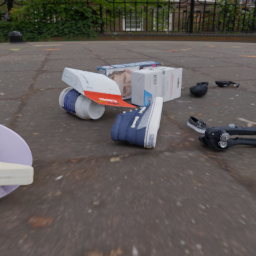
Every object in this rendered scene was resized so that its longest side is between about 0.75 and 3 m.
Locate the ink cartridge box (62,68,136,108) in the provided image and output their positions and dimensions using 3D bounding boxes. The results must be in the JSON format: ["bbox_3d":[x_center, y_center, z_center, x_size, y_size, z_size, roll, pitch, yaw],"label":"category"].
[{"bbox_3d":[-0.934,-1.374,9.556,1.765,0.521,2.205,1,25,-47],"label":"ink cartridge box"}]

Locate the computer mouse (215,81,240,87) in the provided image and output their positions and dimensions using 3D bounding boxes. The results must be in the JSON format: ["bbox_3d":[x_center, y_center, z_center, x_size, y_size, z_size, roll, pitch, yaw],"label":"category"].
[{"bbox_3d":[5.116,-2.214,14.417,1.222,0.281,0.858,-4,23,-27],"label":"computer mouse"}]

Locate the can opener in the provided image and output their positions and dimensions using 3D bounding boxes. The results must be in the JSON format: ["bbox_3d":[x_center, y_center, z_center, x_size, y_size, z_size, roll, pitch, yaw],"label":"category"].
[{"bbox_3d":[3.032,0.209,7.558,2.139,0.678,0.841,-2,21,-5],"label":"can opener"}]

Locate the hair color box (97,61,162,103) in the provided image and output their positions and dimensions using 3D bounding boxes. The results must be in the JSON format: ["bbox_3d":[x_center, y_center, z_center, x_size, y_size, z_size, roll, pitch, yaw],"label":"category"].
[{"bbox_3d":[0.118,-2.094,12.412,2.882,1.441,0.872,-14,25,-30],"label":"hair color box"}]

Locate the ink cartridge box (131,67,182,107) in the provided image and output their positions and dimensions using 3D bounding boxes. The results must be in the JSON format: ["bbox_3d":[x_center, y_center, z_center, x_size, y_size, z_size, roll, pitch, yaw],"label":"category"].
[{"bbox_3d":[1.234,-1.802,11.774,2.360,1.369,0.801,-17,27,-40],"label":"ink cartridge box"}]

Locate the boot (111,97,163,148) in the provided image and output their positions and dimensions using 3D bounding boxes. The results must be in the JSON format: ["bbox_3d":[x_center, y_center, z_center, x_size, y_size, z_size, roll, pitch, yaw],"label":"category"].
[{"bbox_3d":[0.348,-0.336,8.476,1.236,0.995,2.736,9,23,8],"label":"boot"}]

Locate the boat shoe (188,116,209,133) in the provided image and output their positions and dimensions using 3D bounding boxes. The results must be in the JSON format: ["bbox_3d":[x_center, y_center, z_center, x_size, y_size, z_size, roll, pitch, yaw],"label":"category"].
[{"bbox_3d":[2.271,-0.128,8.869,0.370,0.350,1.057,-8,23,-20],"label":"boat shoe"}]

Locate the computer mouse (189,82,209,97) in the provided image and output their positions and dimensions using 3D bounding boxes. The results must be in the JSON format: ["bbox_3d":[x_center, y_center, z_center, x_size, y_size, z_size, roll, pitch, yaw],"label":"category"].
[{"bbox_3d":[3.468,-1.872,13.419,0.812,0.472,2.771,-8,12,22],"label":"computer mouse"}]

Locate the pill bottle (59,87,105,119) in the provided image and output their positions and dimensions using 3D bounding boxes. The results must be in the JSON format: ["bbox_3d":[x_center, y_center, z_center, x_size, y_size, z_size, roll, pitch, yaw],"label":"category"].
[{"bbox_3d":[-1.616,-0.849,9.889,0.954,0.954,1.720,-18,27,-38],"label":"pill bottle"}]

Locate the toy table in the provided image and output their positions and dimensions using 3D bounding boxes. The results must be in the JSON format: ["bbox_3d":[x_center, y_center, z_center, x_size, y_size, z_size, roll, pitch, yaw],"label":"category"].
[{"bbox_3d":[-2.919,0.676,4.510,2.653,2.439,1.554,-11,7,-21],"label":"toy table"}]
